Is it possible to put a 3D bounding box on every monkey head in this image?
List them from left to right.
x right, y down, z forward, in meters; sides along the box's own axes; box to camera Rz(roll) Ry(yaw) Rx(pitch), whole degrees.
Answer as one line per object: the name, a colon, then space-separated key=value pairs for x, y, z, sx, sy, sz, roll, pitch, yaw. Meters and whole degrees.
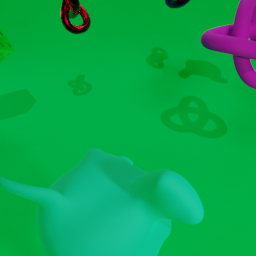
monkey head: x=-0.112 y=0.833 z=2.380 sx=1.911 sy=1.374 sz=1.151 roll=48 pitch=64 yaw=-10

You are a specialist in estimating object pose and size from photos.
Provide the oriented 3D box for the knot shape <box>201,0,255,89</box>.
knot shape: x=1.971 y=-1.437 z=4.662 sx=1.565 sy=0.773 sz=1.672 roll=-9 pitch=72 yaw=-23

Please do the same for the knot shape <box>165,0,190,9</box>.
knot shape: x=1.429 y=-3.825 z=7.005 sx=0.674 sy=1.458 sz=1.364 roll=19 pitch=87 yaw=7

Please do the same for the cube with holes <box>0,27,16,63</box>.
cube with holes: x=-2.974 y=-1.677 z=5.597 sx=0.816 sy=0.816 sz=0.816 roll=-31 pitch=9 yaw=13

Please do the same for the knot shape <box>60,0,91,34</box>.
knot shape: x=-1.144 y=-2.459 z=5.788 sx=0.506 sy=1.025 sz=1.096 roll=-16 pitch=13 yaw=9
